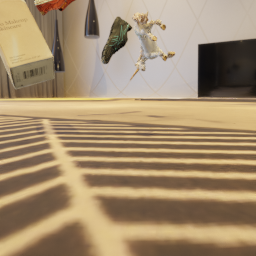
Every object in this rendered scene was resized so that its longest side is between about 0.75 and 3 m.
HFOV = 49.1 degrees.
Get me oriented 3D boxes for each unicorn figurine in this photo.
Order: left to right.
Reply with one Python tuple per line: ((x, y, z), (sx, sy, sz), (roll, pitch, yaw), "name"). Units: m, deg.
((0.703, -2.703, 9.347), (0.904, 2.447, 1.681), (-28, 34, -26), "unicorn figurine")

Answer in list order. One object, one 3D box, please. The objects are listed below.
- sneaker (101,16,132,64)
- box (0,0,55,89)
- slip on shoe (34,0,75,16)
((-0.451, -3.433, 11.173), (0.816, 2.058, 0.776), (23, -9, -16), "sneaker")
((-2.403, -1.929, 6.104), (0.940, 1.981, 0.770), (-23, -19, -22), "box")
((-2.209, -4.146, 9.233), (1.700, 0.520, 0.630), (-29, 33, -24), "slip on shoe")
